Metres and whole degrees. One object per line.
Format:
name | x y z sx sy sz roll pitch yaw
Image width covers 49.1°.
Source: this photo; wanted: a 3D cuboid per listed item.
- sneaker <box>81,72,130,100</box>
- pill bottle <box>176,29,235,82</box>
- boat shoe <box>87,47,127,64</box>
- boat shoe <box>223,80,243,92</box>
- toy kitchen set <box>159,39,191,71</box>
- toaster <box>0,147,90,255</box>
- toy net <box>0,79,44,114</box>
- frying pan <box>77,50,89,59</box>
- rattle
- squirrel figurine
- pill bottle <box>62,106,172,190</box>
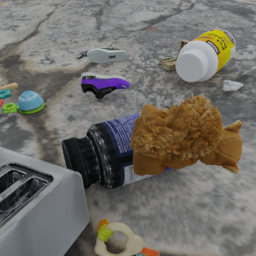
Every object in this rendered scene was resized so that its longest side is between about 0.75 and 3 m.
sneaker | -0.814 -1.394 9.875 1.737 0.604 0.864 6 73 -4
pill bottle | 3.098 -2.892 11.279 1.601 1.601 2.931 22 41 28
boat shoe | -0.974 -3.353 12.827 1.832 0.648 0.583 -3 35 -17
boat shoe | 3.865 -1.537 10.419 1.202 0.393 0.442 -3 23 -42
toy kitchen set | 1.927 -3.233 12.183 1.228 1.108 1.002 -20 39 -33
toaster | -2.432 1.570 4.560 2.576 1.690 2.849 13 31 23
toy net | -4.385 -1.038 9.632 2.980 0.576 1.564 18 42 27
frying pan | -2.108 -3.571 13.516 1.033 0.168 0.625 -19 39 -29
rattle | -0.046 2.191 5.340 1.146 0.818 0.746 13 69 -5
squirrel figurine | 1.048 0.249 4.811 1.840 1.972 1.395 10 79 12
pill bottle | -0.044 0.506 6.544 2.757 1.542 1.542 -14 38 -18
